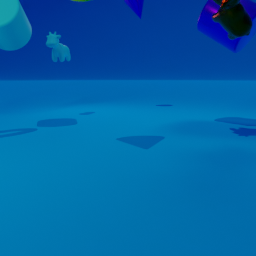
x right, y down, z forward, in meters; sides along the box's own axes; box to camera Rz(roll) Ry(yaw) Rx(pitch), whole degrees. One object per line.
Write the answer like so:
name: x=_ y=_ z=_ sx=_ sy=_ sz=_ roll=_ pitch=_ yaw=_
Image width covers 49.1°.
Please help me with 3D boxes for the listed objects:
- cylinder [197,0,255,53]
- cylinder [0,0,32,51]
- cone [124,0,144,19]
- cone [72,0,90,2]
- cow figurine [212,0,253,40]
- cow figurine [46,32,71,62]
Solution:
cylinder: x=2.736 y=-2.870 z=7.491 sx=1.263 sy=1.263 sz=1.263 roll=40 pitch=27 yaw=20
cylinder: x=-3.232 y=-2.798 z=7.289 sx=1.142 sy=1.142 sz=1.142 roll=-1 pitch=-14 yaw=-3
cone: x=0.393 y=-4.853 z=11.375 sx=0.888 sy=0.891 sz=0.888 roll=-17 pitch=1 yaw=0
cone: x=-0.803 y=-2.717 z=4.240 sx=1.126 sy=1.126 sz=1.130 roll=0 pitch=1 yaw=-1
cow figurine: x=2.200 y=-2.402 z=5.801 sx=0.660 sy=1.203 sz=1.184 roll=-42 pitch=10 yaw=6
cow figurine: x=-2.391 y=-2.790 z=9.668 sx=0.553 sy=0.991 sz=1.007 roll=4 pitch=17 yaw=20
